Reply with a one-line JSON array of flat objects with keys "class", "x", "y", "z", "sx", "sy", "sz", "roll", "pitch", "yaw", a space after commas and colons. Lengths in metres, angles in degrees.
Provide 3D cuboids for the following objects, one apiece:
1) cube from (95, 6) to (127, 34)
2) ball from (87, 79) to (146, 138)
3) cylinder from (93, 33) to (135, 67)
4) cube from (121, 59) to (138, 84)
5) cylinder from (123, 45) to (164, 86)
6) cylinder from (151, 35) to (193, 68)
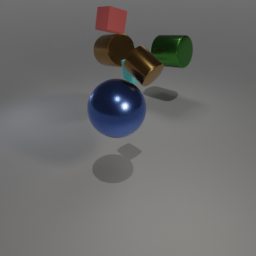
[{"class": "cube", "x": -0.544, "y": -3.448, "z": 8.967, "sx": 0.700, "sy": 0.700, "sz": 0.700, "roll": -4, "pitch": 18, "yaw": -41}, {"class": "ball", "x": -0.264, "y": -0.461, "z": 6.644, "sx": 1.400, "sy": 1.400, "sz": 1.400, "roll": 0, "pitch": 30, "yaw": 0}, {"class": "cylinder", "x": -0.631, "y": -3.466, "z": 12.512, "sx": 1.400, "sy": 1.400, "sz": 1.400, "roll": -17, "pitch": 22, "yaw": -28}, {"class": "cube", "x": 0.260, "y": -2.050, "z": 9.827, "sx": 0.700, "sy": 0.700, "sz": 0.700, "roll": -20, "pitch": 32, "yaw": -19}, {"class": "cylinder", "x": 0.371, "y": -1.477, "z": 6.697, "sx": 0.700, "sy": 0.700, "sz": 0.700, "roll": 47, "pitch": 47, "yaw": 14}, {"class": "cylinder", "x": 1.985, "y": -3.469, "z": 12.676, "sx": 1.400, "sy": 1.400, "sz": 1.400, "roll": 16, "pitch": 33, "yaw": 39}]
